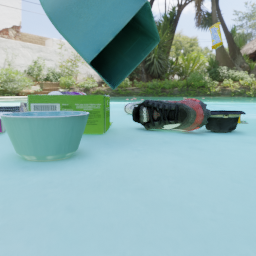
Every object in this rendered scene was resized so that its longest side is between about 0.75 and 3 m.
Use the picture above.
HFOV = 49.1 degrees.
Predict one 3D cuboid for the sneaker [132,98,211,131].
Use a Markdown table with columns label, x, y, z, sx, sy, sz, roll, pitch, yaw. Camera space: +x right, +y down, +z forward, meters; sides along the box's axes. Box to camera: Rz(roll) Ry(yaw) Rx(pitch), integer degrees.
| label | x | y | z | sx | sy | sz | roll | pitch | yaw |
| --- | --- | --- | --- | --- | --- | --- | --- | --- | --- |
| sneaker | 1.137 | -0.389 | 8.535 | 1.361 | 0.985 | 2.786 | -6 | 7 | -35 |

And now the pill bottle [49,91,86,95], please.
| label | x | y | z | sx | sy | sz | roll | pitch | yaw |
| --- | --- | --- | --- | --- | --- | --- | --- | --- | --- |
| pill bottle | -2.651 | -0.909 | 11.850 | 1.257 | 1.257 | 2.235 | 4 | 7 | 32 |

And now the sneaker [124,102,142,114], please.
| label | x | y | z | sx | sy | sz | roll | pitch | yaw |
| --- | --- | --- | --- | --- | --- | --- | --- | --- | --- |
| sneaker | 0.939 | -1.157 | 16.167 | 2.204 | 0.828 | 1.267 | -7 | 8 | -14 |

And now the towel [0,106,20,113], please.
| label | x | y | z | sx | sy | sz | roll | pitch | yaw |
| --- | --- | --- | --- | --- | --- | --- | --- | --- | --- |
| towel | -5.344 | -0.631 | 11.956 | 1.322 | 0.683 | 1.596 | 5 | 8 | 42 |

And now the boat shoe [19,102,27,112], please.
| label | x | y | z | sx | sy | sz | roll | pitch | yaw |
| --- | --- | --- | --- | --- | --- | --- | --- | --- | --- |
| boat shoe | -3.602 | -0.434 | 10.356 | 0.830 | 0.844 | 2.265 | 8 | 12 | -21 |

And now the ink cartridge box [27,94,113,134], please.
| label | x | y | z | sx | sy | sz | roll | pitch | yaw |
| --- | --- | --- | --- | --- | --- | --- | --- | --- | --- |
| ink cartridge box | -1.677 | -0.540 | 9.170 | 2.207 | 1.131 | 2.986 | 0 | 7 | 2 |

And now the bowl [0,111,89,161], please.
| label | x | y | z | sx | sy | sz | roll | pitch | yaw |
| --- | --- | --- | --- | --- | --- | --- | --- | --- | --- |
| bowl | -1.429 | 0.118 | 4.950 | 1.491 | 0.780 | 1.491 | 0 | 6 | 0 |

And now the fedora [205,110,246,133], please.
| label | x | y | z | sx | sy | sz | roll | pitch | yaw |
| --- | --- | --- | --- | --- | --- | --- | --- | --- | --- |
| fedora | 2.786 | -0.201 | 8.391 | 1.390 | 0.635 | 1.390 | 0 | 7 | 0 |

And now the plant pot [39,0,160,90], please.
| label | x | y | z | sx | sy | sz | roll | pitch | yaw |
| --- | --- | --- | --- | --- | --- | --- | --- | --- | --- |
| plant pot | -0.867 | -2.776 | 7.299 | 2.682 | 1.895 | 1.896 | 45 | 3 | 18 |

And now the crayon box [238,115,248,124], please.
| label | x | y | z | sx | sy | sz | roll | pitch | yaw |
| --- | --- | --- | --- | --- | --- | --- | --- | --- | --- |
| crayon box | 3.977 | -0.477 | 11.586 | 1.790 | 0.462 | 1.125 | 3 | 7 | 17 |

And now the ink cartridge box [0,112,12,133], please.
| label | x | y | z | sx | sy | sz | roll | pitch | yaw |
| --- | --- | --- | --- | --- | --- | --- | --- | --- | --- |
| ink cartridge box | -4.838 | -0.113 | 8.151 | 2.445 | 0.539 | 2.491 | -2 | 9 | -12 |

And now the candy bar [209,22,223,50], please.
| label | x | y | z | sx | sy | sz | roll | pitch | yaw |
| --- | --- | --- | --- | --- | --- | --- | --- | --- | --- |
| candy bar | 2.732 | -2.864 | 8.686 | 0.394 | 0.175 | 1.580 | -25 | 32 | 31 |
